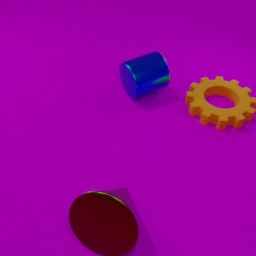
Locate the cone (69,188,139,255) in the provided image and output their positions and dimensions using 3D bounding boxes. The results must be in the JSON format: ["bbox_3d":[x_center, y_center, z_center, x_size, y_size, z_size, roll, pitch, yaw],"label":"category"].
[{"bbox_3d":[-0.258,1.585,5.783,1.393,1.393,1.398,15,22,14],"label":"cone"}]

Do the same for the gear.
[{"bbox_3d":[2.696,-0.777,8.189,1.942,0.359,1.942,0,47,0],"label":"gear"}]

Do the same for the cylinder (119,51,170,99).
[{"bbox_3d":[0.481,-1.575,8.336,1.137,1.137,1.137,-23,51,-16],"label":"cylinder"}]
